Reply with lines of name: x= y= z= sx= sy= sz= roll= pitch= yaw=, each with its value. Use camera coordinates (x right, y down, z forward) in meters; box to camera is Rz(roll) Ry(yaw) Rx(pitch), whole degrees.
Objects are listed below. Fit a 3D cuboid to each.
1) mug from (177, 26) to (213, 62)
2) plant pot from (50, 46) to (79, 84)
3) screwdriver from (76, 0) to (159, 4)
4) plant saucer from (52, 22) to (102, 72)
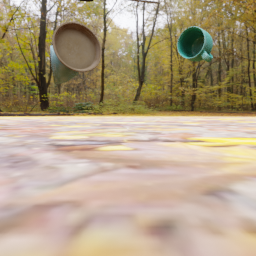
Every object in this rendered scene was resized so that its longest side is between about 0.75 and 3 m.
mug: x=2.371 y=-2.737 z=9.633 sx=1.074 sy=1.307 sz=0.808 roll=-13 pitch=-9 yaw=41
plant pot: x=-2.664 y=-2.695 z=11.911 sx=1.073 sy=1.601 sz=1.601 roll=-6 pitch=4 yaw=-11
screwdriver: x=-0.493 y=-4.106 z=8.896 sx=2.984 sy=0.416 sz=0.434 roll=3 pitch=-4 yaw=-12
plant saucer: x=-2.043 y=-3.218 z=11.236 sx=2.101 sy=2.101 sz=0.310 roll=-2 pitch=-9 yaw=-34
